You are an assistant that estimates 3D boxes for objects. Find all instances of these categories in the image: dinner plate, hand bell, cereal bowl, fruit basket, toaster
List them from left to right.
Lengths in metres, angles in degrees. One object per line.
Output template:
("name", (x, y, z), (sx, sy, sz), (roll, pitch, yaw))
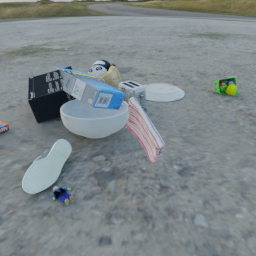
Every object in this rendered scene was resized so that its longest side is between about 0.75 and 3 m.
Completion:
("hand bell", (-1.570, -1.966, 13.395), (2.430, 1.265, 1.265), (-27, 36, -21))
("cereal bowl", (-1.139, -0.311, 9.874), (2.377, 0.990, 2.377), (1, 24, 0))
("toaster", (0.127, -1.374, 11.961), (0.899, 1.022, 1.582), (-17, 32, -31))
("dinner plate", (1.572, -1.827, 13.683), (2.389, 0.290, 2.389), (1, 28, -1))
("fruit basket", (4.855, -1.987, 13.515), (1.149, 0.829, 1.149), (-7, 11, 1))

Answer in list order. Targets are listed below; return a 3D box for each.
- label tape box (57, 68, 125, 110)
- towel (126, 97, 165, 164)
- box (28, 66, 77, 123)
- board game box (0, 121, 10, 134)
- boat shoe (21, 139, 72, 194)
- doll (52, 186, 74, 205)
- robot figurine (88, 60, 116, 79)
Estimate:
("label tape box", (-1.403, -1.400, 9.899), (2.146, 0.709, 1.538), (29, 16, 28))
("towel", (0.392, 0.155, 7.091), (0.282, 1.884, 1.379), (-30, 74, -10))
("box", (-3.060, -1.511, 11.821), (2.016, 1.126, 2.856), (-16, 30, -10))
("board game box", (-5.932, -0.124, 10.349), (2.902, 0.282, 1.494), (17, 33, 30))
("boat shoe", (-2.294, 1.120, 7.811), (0.643, 0.757, 2.080), (-35, 16, 35))
("doll", (-1.643, 1.657, 7.020), (0.513, 0.182, 0.752), (-32, 34, -34))
("robot figurine", (-1.458, -2.932, 14.757), (1.160, 1.397, 1.859), (29, 30, -7))
